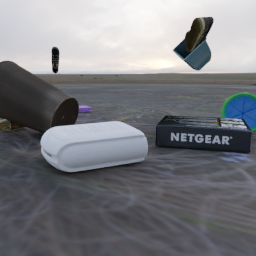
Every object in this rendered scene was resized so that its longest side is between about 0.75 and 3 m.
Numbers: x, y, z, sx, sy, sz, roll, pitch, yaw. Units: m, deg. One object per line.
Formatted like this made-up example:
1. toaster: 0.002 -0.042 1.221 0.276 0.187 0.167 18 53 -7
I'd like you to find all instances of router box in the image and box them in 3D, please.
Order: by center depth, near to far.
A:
1. router box: 2.335 0.110 8.861 2.693 0.688 2.009 3 12 16

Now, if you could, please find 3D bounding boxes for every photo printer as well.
1. photo printer: -0.962 0.407 7.072 2.347 0.815 1.952 -6 14 -24

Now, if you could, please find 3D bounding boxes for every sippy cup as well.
1. sippy cup: 4.213 -0.520 10.532 1.915 1.504 1.403 12 2 12

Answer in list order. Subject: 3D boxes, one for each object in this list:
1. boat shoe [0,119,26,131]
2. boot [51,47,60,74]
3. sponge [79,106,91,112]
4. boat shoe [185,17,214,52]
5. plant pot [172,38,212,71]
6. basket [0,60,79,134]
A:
1. boat shoe: -4.403 -0.118 10.655 0.376 0.440 1.199 7 13 42
2. boot: -3.136 -2.931 12.125 0.356 0.985 0.744 0 54 -15
3. sponge: -3.088 -1.046 15.633 1.872 0.279 1.044 -6 13 -25
4. boat shoe: 2.425 -3.174 9.629 0.626 0.708 1.933 -13 -4 -3
5. plant pot: 3.449 -3.789 14.374 1.435 1.409 1.405 37 16 -37
6. basket: -3.183 -0.839 9.645 2.634 2.375 1.791 23 50 19
